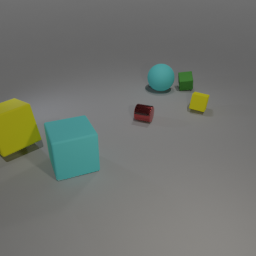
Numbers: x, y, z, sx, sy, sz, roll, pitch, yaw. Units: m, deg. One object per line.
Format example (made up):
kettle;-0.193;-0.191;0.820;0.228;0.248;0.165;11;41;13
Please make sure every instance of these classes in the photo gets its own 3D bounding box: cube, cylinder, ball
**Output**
cube;-4.102;-0.072;9.701;1.400;1.400;1.400;-28;30;-33
cube;3.040;-2.481;14.784;0.700;0.700;0.700;-5;54;8
cube;-1.800;0.599;9.004;1.400;1.400;1.400;-12;32;-20
cube;3.219;-1.189;12.644;0.700;0.700;0.700;16;19;17
cylinder;0.685;-0.638;11.874;0.700;0.700;0.700;11;31;18
ball;1.710;-2.621;14.547;1.400;1.400;1.400;0;30;0
